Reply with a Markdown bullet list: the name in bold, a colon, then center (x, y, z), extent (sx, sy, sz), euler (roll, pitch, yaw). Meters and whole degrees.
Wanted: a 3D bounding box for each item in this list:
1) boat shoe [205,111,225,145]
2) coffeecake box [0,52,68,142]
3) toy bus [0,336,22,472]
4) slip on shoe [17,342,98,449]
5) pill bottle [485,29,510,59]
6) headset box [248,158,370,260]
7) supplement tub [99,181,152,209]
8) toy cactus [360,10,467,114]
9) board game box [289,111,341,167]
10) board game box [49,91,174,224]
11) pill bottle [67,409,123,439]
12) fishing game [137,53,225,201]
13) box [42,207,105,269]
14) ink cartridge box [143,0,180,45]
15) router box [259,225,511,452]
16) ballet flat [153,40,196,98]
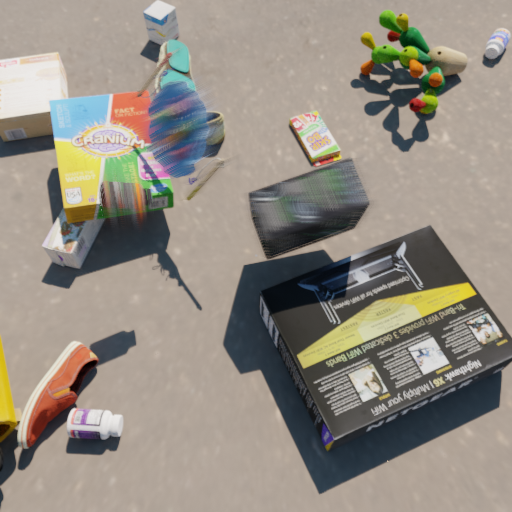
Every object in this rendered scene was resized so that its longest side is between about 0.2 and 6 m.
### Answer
- **boat shoe**: center (-1.824, -2.974, 12.581), extent (2.246, 0.707, 0.819), euler (7, 59, 4)
- **coffeecake box**: center (-5.222, -3.719, 13.019), extent (1.518, 0.723, 1.978), euler (-11, 59, -6)
- **toy bus**: center (-4.540, 2.572, 8.752), extent (2.834, 1.552, 3.003), euler (12, 89, 41)
- **slip on shoe**: center (-3.331, 2.348, 9.418), extent (0.585, 0.708, 1.912), euler (24, 58, 7)
- **pill bottle**: center (6.089, -5.352, 14.174), extent (0.447, 0.447, 0.798), euler (28, 62, 16)
- **headset box**: center (0.942, -0.799, 9.854), extent (1.948, 1.696, 0.904), euler (-19, 79, -2)
- **supplement tub**: center (-2.109, -0.978, 9.072), extent (0.791, 0.423, 0.423), euler (1, 56, -25)
- **toy cactus**: center (3.895, -4.523, 13.350), extent (2.498, 1.548, 3.028), euler (-5, 54, -25)
- **board game box**: center (1.345, -2.671, 12.715), extent (0.692, 0.217, 1.448), euler (-19, 63, -10)
- **board game box**: center (-2.961, -2.074, 11.362), extent (2.092, 0.551, 2.735), euler (-11, 63, -14)
- **pill bottle**: center (-2.648, 2.783, 9.250), extent (0.826, 0.460, 0.460), euler (4, 59, 1)
- **fishing game**: center (-1.525, -2.284, 10.167), extent (0.383, 1.764, 2.464), euler (-14, 76, -44)
- **box**: center (-3.337, -1.266, 11.589), extent (0.628, 0.672, 3.245), euler (13, 61, 8)
- **ink cartridge box**: center (-2.409, -5.917, 14.293), extent (0.597, 0.825, 0.607), euler (29, 63, 18)
- **router box**: center (2.224, 1.315, 9.847), extent (3.584, 0.936, 2.818), euler (-20, 61, -12)
- **ballet flat**: center (-1.907, -3.919, 12.902), extent (0.967, 0.894, 2.867), euler (19, 42, -21)
